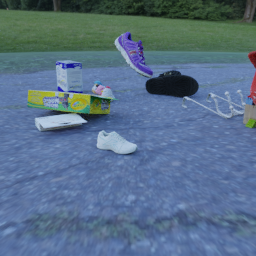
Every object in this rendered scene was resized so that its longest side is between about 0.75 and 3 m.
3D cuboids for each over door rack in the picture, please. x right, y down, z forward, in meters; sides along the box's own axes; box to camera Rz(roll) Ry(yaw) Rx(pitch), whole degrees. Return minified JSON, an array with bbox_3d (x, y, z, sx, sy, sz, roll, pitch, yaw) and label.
[{"bbox_3d":[3.359,-1.016,10.337,1.665,0.751,2.254,-12,22,-34],"label":"over door rack"}]

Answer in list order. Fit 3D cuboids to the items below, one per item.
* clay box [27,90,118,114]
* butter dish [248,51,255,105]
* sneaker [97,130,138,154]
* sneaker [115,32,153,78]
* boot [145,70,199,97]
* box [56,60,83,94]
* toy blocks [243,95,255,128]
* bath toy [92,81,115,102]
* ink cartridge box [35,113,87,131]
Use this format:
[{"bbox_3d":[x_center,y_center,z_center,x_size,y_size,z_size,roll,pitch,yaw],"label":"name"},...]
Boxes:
[{"bbox_3d":[-1.800,-0.858,9.532,2.725,0.649,1.566,8,6,20],"label":"clay box"},{"bbox_3d":[4.503,-0.616,7.377,2.830,2.097,2.838,38,-7,-25],"label":"butter dish"},{"bbox_3d":[-0.283,0.344,6.775,1.097,0.440,0.386,10,19,23],"label":"sneaker"},{"bbox_3d":[0.272,-2.399,9.099,0.759,1.819,0.734,-39,-14,19],"label":"sneaker"},{"bbox_3d":[2.311,-2.179,13.379,2.609,0.982,1.951,10,21,29],"label":"boot"},{"bbox_3d":[-2.795,-2.401,13.286,0.769,1.466,1.348,-12,22,-32],"label":"box"},{"bbox_3d":[4.278,-0.759,8.874,1.714,1.172,0.857,-13,23,-33],"label":"toy blocks"},{"bbox_3d":[-1.102,-1.623,12.261,0.785,0.667,1.806,-6,20,-17],"label":"bath toy"},{"bbox_3d":[-1.996,-0.124,8.392,1.307,0.285,1.134,-9,22,-28],"label":"ink cartridge box"}]
